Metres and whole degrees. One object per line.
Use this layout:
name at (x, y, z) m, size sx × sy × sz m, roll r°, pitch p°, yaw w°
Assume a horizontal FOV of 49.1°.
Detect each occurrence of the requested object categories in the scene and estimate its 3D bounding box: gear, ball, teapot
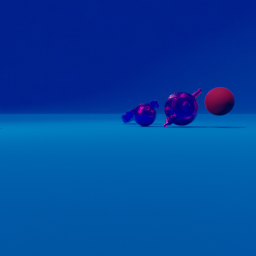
gear at (0.530, -0.684, 12.088) m, size 1.673 × 0.309 × 1.673 m, roll -24°, pitch -5°, yaw -2°
ball at (2.976, -0.857, 9.105) m, size 0.919 × 0.919 × 0.919 m, roll 0°, pitch 3°, yaw 0°
ball at (0.582, -0.456, 9.698) m, size 0.809 × 0.809 × 0.809 m, roll 0°, pitch 3°, yaw 0°
teapot at (1.769, -0.629, 9.256) m, size 1.865 × 1.160 × 0.913 m, roll -45°, pitch -2°, yaw -9°
